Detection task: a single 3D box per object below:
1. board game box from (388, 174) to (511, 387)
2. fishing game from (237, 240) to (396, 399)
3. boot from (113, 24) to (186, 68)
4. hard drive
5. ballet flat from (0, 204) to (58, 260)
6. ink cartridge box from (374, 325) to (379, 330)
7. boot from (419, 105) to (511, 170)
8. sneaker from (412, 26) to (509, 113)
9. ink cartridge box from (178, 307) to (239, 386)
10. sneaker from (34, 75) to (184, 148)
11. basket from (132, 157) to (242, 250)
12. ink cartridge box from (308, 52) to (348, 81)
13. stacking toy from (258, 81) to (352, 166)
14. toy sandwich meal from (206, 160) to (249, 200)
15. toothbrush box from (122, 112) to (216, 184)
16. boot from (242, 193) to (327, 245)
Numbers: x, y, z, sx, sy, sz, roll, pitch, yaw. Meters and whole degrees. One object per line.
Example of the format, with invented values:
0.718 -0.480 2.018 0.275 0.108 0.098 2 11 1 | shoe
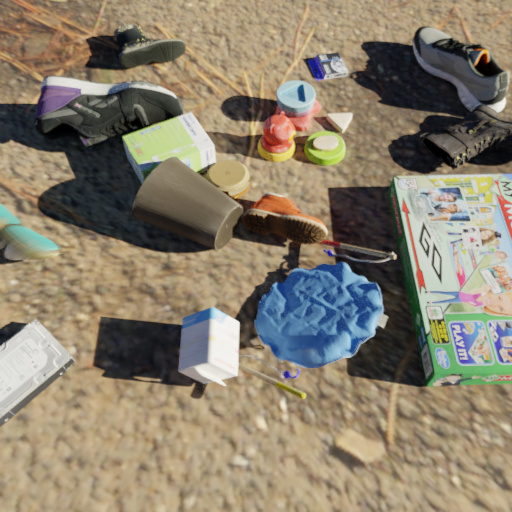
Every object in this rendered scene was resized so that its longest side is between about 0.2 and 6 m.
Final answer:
4.473 0.285 11.034 3.035 0.657 4.510 -2 56 0 | board game box
1.182 1.080 10.336 2.455 0.533 3.428 12 53 36 | fishing game
-2.901 -5.760 15.037 1.793 0.647 1.354 -17 56 -11 | boot
-4.282 2.071 10.056 1.173 0.318 1.678 39 64 22 | hard drive
-5.001 -0.377 11.435 2.392 0.845 0.845 32 62 21 | ballet flat
1.727 1.059 10.628 1.094 0.454 0.802 -10 56 -6 | ink cartridge box
5.140 -2.497 12.877 1.936 0.770 2.223 -33 53 -18 | boot
5.207 -4.956 14.133 1.190 1.276 3.219 -26 59 -14 | sneaker
-0.832 1.665 9.883 0.752 0.771 1.200 -21 50 30 | ink cartridge box
-3.440 -3.169 13.183 3.467 1.313 1.518 5 73 6 | sneaker
-1.308 -1.006 11.586 1.837 1.249 1.656 29 60 13 | basket
1.889 -5.020 14.819 0.854 0.185 0.846 -12 58 -6 | ink cartridge box
1.220 -3.207 13.161 2.027 0.946 2.240 14 58 9 | stacking toy
-0.602 -1.717 12.558 1.052 0.360 1.052 -1 54 1 | toy sandwich meal
-1.960 -2.348 12.708 1.732 0.746 1.261 -25 60 -15 | toothbrush box
0.722 -0.847 11.694 1.808 0.678 0.969 17 48 21 | boot
